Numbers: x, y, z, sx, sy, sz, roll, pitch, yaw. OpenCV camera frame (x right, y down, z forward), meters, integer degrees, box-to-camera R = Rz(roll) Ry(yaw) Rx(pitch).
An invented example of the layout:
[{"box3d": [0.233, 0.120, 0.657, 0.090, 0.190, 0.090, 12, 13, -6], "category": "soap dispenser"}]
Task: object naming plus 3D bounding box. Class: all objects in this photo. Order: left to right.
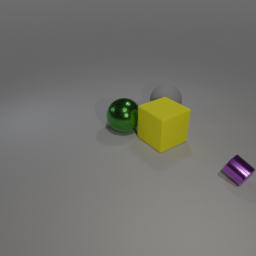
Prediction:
[{"box3d": [-0.162, -0.505, 11.235, 1.400, 1.400, 1.400, 0, 31, 0], "category": "ball"}, {"box3d": [1.329, -0.164, 10.636, 1.400, 1.400, 1.400, -21, 37, -30], "category": "cube"}, {"box3d": [1.663, -1.231, 12.307, 1.400, 1.400, 1.400, 0, 31, 0], "category": "ball"}, {"box3d": [3.452, 1.306, 8.734, 0.700, 0.700, 0.700, -25, 58, -35], "category": "cylinder"}]
